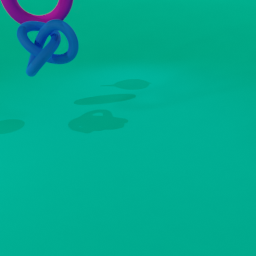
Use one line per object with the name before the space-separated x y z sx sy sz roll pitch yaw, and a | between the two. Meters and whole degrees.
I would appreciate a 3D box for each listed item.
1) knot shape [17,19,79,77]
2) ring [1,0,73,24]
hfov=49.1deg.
knot shape | -1.992 -2.017 6.587 1.514 0.699 1.416 -36 69 5
ring | -2.349 -3.517 7.325 1.894 1.894 0.379 -12 43 -22
